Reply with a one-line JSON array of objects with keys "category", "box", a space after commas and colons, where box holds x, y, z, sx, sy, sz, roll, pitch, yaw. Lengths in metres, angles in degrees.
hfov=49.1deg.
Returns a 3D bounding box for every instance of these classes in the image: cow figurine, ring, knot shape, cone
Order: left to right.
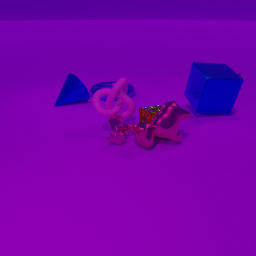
[{"category": "cone", "box": [-2.374, -1.224, 10.862, 1.296, 1.291, 1.291, -43, 41, -20]}, {"category": "ring", "box": [-0.670, -1.616, 12.047, 1.975, 0.395, 1.975, 0, 23, 0]}, {"category": "cow figurine", "box": [-0.345, 0.033, 7.868, 0.920, 0.513, 0.935, 0, 45, -52]}, {"category": "knot shape", "box": [-0.323, -0.749, 8.453, 1.345, 1.259, 0.622, -43, 36, -12]}, {"category": "cow figurine", "box": [0.837, -0.137, 7.584, 1.483, 1.507, 0.827, 25, 0, -29]}]

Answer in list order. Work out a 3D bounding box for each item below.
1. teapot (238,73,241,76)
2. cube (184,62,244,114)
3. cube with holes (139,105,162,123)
[{"category": "teapot", "box": [4.142, -1.795, 11.574, 0.803, 1.291, 0.632, 37, 36, -12]}, {"category": "cube", "box": [2.923, -1.400, 9.772, 1.331, 1.331, 1.331, 0, 35, -12]}, {"category": "cube with holes", "box": [0.800, -0.232, 8.359, 0.717, 0.717, 0.717, -9, 20, -20]}]
